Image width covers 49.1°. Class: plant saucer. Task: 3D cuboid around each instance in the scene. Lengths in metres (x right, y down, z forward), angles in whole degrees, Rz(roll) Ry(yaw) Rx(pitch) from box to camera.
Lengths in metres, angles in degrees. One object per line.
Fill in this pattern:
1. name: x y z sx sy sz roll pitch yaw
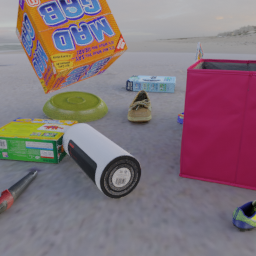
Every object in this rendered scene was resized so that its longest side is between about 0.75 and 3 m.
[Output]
1. plant saucer: -2.128 -0.977 11.476 2.654 0.412 2.654 4 29 -2

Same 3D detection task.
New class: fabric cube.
1. fabric cube: 2.779 -0.261 6.783 2.558 2.550 2.510 7 19 20

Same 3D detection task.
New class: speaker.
1. speaker: -0.713 0.646 6.533 0.979 0.979 2.411 -11 22 -28

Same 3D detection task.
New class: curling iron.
1. curling iron: -2.472 1.374 5.414 0.624 0.322 2.519 4 19 14

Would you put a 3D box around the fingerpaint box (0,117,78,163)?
1. fingerpaint box: -2.583 0.303 7.936 1.931 0.708 1.611 3 20 8

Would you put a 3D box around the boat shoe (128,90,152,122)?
1. boat shoe: 0.471 -0.883 11.245 0.950 0.812 2.591 1 19 2

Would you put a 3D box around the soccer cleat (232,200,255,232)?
1. soccer cleat: 2.341 1.463 4.903 1.155 0.483 0.374 -7 20 -21

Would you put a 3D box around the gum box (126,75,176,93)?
1. gum box: 1.445 -2.679 16.792 2.756 0.614 2.342 4 19 10

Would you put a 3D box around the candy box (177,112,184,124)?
1. candy box: 2.440 -0.367 10.422 0.938 0.361 0.793 -18 29 -38

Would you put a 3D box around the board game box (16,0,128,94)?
1. board game box: -1.938 -2.889 9.148 2.415 2.413 2.412 -27 3 -25

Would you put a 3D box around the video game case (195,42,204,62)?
1. video game case: 3.207 -3.055 12.675 0.115 1.317 0.942 4 -18 27
